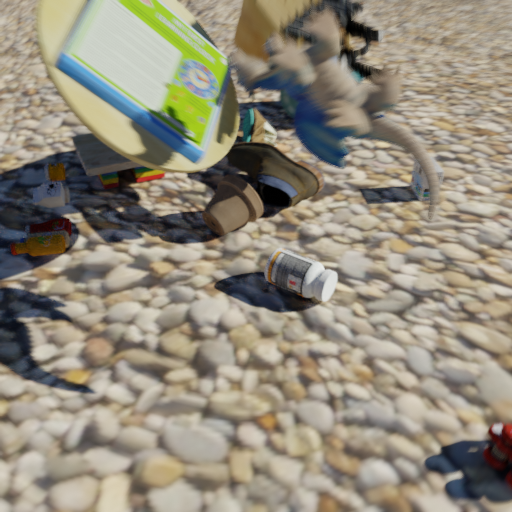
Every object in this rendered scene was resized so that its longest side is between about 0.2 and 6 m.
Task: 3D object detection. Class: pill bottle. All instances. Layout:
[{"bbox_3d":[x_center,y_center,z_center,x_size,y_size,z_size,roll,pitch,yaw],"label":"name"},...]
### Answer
[{"bbox_3d":[0.713,0.314,8.949,1.056,0.615,0.615,23,42,28],"label":"pill bottle"}]

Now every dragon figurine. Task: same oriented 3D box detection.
[{"bbox_3d":[1.066,-1.876,7.229,3.588,1.784,1.056,43,86,10],"label":"dragon figurine"}]

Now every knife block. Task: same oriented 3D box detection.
[{"bbox_3d":[1.038,-3.692,10.424,1.123,3.083,3.511,-38,4,-7],"label":"knife block"}]

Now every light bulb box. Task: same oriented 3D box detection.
[{"bbox_3d":[3.480,-1.573,11.466,0.418,0.669,0.664,-5,37,-4],"label":"light bulb box"}]

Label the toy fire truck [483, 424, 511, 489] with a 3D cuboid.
[{"bbox_3d":[3.117,2.307,6.454,0.721,0.481,0.859,7,30,-34],"label":"toy fire truck"}]

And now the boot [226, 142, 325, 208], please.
[{"bbox_3d":[0.145,-1.684,11.469,2.311,0.863,1.120,22,39,24],"label":"boot"}]

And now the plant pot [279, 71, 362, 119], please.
[{"bbox_3d":[1.557,-4.345,14.523,1.647,1.753,1.753,-41,51,-22],"label":"plant pot"}]

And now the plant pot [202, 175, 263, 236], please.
[{"bbox_3d":[-0.520,-0.868,10.385,1.005,1.005,0.877,30,62,34],"label":"plant pot"}]

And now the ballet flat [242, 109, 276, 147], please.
[{"bbox_3d":[0.088,-2.724,13.101,0.792,0.742,2.188,16,35,-13],"label":"ballet flat"}]

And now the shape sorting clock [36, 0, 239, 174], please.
[{"bbox_3d":[-1.707,-2.947,8.875,0.703,3.581,3.581,-22,15,45],"label":"shape sorting clock"}]

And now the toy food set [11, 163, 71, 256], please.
[{"bbox_3d":[-3.839,-0.749,10.043,0.852,0.904,1.893,-6,65,-9],"label":"toy food set"}]

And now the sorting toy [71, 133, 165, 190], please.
[{"bbox_3d":[-2.940,-2.165,12.301,1.807,0.629,1.796,-15,39,-20],"label":"sorting toy"}]
